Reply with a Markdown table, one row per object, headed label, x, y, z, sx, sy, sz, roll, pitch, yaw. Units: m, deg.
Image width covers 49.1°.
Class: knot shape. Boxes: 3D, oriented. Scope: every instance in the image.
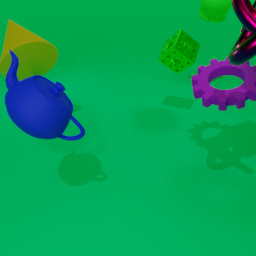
| label | x | y | z | sx | sy | sz | roll | pitch | yaw |
| --- | --- | --- | --- | --- | --- | --- | --- | --- | --- |
| knot shape | 1.980 | -1.531 | 3.995 | 0.746 | 1.511 | 1.614 | 7 | 46 | -30 |

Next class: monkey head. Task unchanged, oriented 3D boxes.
| label | x | y | z | sx | sy | sz | roll | pitch | yaw |
| --- | --- | --- | --- | --- | --- | --- | --- | --- | --- |
| monkey head | 2.936 | -4.228 | 9.659 | 1.617 | 0.974 | 1.163 | 5 | 34 | -8 |

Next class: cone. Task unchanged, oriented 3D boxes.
| label | x | y | z | sx | sy | sz | roll | pitch | yaw |
| --- | --- | --- | --- | --- | --- | --- | --- | --- | --- |
| cone | -3.056 | -2.462 | 7.892 | 1.618 | 1.618 | 1.624 | -20 | 72 | -30 |

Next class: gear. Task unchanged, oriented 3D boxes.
| label | x | y | z | sx | sy | sz | roll | pitch | yaw |
| --- | --- | --- | --- | --- | --- | --- | --- | --- | --- |
| gear | 2.252 | -1.049 | 6.412 | 1.533 | 0.283 | 1.533 | -10 | 48 | 11 |

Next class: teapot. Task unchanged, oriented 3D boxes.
| label | x | y | z | sx | sy | sz | roll | pitch | yaw |
| --- | --- | --- | --- | --- | --- | --- | --- | --- | --- |
| teapot | -1.514 | -0.471 | 4.905 | 1.915 | 0.938 | 1.191 | 45 | 14 | -7 |

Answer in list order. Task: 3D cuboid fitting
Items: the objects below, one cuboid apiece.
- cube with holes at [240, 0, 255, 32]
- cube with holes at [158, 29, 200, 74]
| label | x | y | z | sx | sy | sz | roll | pitch | yaw |
| --- | --- | --- | --- | --- | --- | --- | --- | --- | --- |
| cube with holes | 3.001 | -1.974 | 4.825 | 1.172 | 1.172 | 1.172 | -8 | 41 | -33 |
| cube with holes | 1.523 | -2.256 | 8.353 | 0.779 | 0.779 | 0.779 | 32 | 63 | -18 |
